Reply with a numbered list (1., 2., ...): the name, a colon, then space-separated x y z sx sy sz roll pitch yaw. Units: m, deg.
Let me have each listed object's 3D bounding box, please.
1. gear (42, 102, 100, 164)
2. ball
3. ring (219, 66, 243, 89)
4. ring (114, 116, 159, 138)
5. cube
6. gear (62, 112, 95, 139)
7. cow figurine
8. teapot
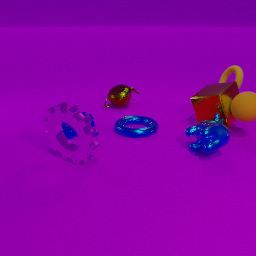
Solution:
1. gear: -1.185 0.123 5.770 1.310 1.310 0.242 12 33 28
2. ball: 2.975 -0.524 7.000 0.761 0.761 0.761 0 22 0
3. ring: 3.474 -1.577 9.515 0.220 1.102 1.102 15 18 -17
4. ring: 0.231 -0.058 7.708 1.232 0.246 1.232 0 22 0
5. cube: 2.450 -0.632 7.679 0.938 0.938 0.938 -36 23 -35
6. gear: -1.509 -0.098 7.633 1.184 0.219 1.184 -5 28 2
7. cow figurine: 1.995 0.109 6.507 1.306 0.728 1.327 -18 6 -19
8. teapot: -0.209 -1.078 9.590 1.366 0.669 0.849 -26 38 -2
